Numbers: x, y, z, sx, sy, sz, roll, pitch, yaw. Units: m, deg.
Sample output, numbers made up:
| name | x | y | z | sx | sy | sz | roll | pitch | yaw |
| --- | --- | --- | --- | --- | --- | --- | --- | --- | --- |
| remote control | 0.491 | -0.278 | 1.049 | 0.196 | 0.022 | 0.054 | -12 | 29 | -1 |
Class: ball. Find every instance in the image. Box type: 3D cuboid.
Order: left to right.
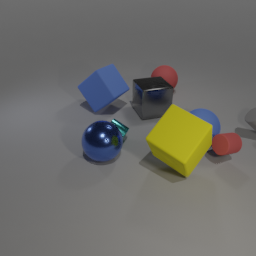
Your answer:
| name | x | y | z | sx | sy | sz | roll | pitch | yaw |
| --- | --- | --- | --- | --- | --- | --- | --- | --- | --- |
| ball | -0.873 | 0.447 | 9.509 | 1.400 | 1.400 | 1.400 | 0 | 31 | 0 |
| ball | 1.859 | -2.512 | 14.396 | 1.400 | 1.400 | 1.400 | 0 | 31 | 0 |
| ball | 2.658 | -0.016 | 10.263 | 1.400 | 1.400 | 1.400 | 0 | 31 | 0 |

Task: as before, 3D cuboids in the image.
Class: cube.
| name | x | y | z | sx | sy | sz | roll | pitch | yaw |
| --- | --- | --- | --- | --- | --- | --- | --- | --- | --- |
| cube | -1.075 | -1.794 | 12.516 | 1.400 | 1.400 | 1.400 | -31 | 6 | 37 |
| cube | 1.066 | -1.358 | 12.498 | 1.400 | 1.400 | 1.400 | -9 | 32 | -15 |
| cube | 1.595 | 0.407 | 8.578 | 1.400 | 1.400 | 1.400 | 33 | 77 | 27 |

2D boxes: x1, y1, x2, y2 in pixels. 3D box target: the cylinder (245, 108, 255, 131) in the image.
| name | x | y | z | sx | sy | sz | roll | pitch | yaw |
| --- | --- | --- | --- | --- | --- | --- | --- | --- | --- |
| cylinder | 4.858 | -0.292 | 10.426 | 0.700 | 0.700 | 0.700 | 39 | 25 | -19 |

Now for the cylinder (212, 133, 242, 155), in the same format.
| name | x | y | z | sx | sy | sz | roll | pitch | yaw |
| --- | --- | --- | --- | --- | --- | --- | --- | --- | --- |
| cylinder | 3.260 | 0.520 | 9.246 | 0.700 | 0.700 | 0.700 | -4 | 28 | -34 |

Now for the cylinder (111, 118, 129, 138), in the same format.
| name | x | y | z | sx | sy | sz | roll | pitch | yaw |
| --- | --- | --- | --- | --- | --- | --- | --- | --- | --- |
| cylinder | -0.421 | 0.114 | 10.504 | 0.700 | 0.700 | 0.700 | 34 | 37 | 2 |
